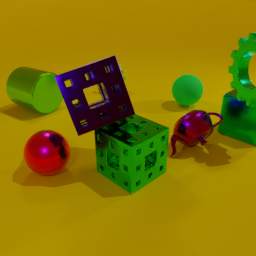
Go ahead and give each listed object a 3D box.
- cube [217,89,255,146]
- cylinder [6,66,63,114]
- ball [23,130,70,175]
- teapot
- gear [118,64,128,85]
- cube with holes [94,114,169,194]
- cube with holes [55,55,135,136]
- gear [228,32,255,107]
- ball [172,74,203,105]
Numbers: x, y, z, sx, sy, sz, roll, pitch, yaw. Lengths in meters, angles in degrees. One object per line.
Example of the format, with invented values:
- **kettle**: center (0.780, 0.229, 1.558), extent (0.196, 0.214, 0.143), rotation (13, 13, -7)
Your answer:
- **cube**: center (3.377, -0.398, 7.791), extent (1.182, 1.182, 1.182), rotation (24, 36, 38)
- **cylinder**: center (-3.061, -1.274, 9.297), extent (1.345, 1.345, 1.345), rotation (18, 32, 31)
- **ball**: center (-1.776, 0.535, 6.168), extent (0.995, 0.995, 0.995), rotation (0, 27, 0)
- **teapot**: center (1.631, 0.104, 6.997), extent (1.660, 1.032, 0.813), rotation (-32, 67, -1)
- **gear**: center (-0.556, -1.915, 10.643), extent (1.080, 1.080, 0.200), rotation (12, 14, 22)
- **cube with holes**: center (0.079, 0.493, 6.122), extent (1.127, 1.127, 1.127), rotation (-25, 36, -39)
- **cube with holes**: center (-0.738, -0.702, 5.978), extent (1.218, 1.218, 1.218), rotation (-21, 12, -9)
- **gear**: center (2.969, -1.350, 6.530), extent (0.306, 1.653, 1.653), rotation (-8, 28, -14)
- **ball**: center (2.035, -1.303, 9.594), extent (1.060, 1.060, 1.060), rotation (0, 27, 0)
